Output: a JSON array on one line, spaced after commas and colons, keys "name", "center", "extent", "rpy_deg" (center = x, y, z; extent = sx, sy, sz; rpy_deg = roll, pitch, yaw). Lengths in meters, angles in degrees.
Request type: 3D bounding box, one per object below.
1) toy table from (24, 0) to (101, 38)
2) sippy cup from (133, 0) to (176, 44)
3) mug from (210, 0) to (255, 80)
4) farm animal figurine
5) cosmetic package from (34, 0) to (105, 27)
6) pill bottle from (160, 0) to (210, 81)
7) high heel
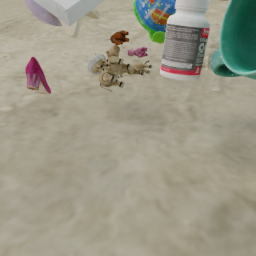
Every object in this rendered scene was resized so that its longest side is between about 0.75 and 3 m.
[{"name": "toy table", "center": [-1.552, -3.218, 6.970], "extent": [1.155, 1.812, 1.972], "rpy_deg": [15, 15, 20]}, {"name": "sippy cup", "center": [0.986, -3.106, 6.522], "extent": [1.535, 1.955, 1.432], "rpy_deg": [-23, 5, -10]}, {"name": "mug", "center": [2.693, -1.729, 4.824], "extent": [1.488, 1.977, 2.406], "rpy_deg": [9, 12, -19]}, {"name": "farm animal figurine", "center": [-0.153, -1.014, 4.414], "extent": [0.510, 0.977, 0.967], "rpy_deg": [21, 72, 41]}, {"name": "cosmetic package", "center": [-0.667, -1.931, 3.642], "extent": [0.857, 0.294, 1.137], "rpy_deg": [40, 69, 13]}, {"name": "pill bottle", "center": [1.204, -1.844, 5.829], "extent": [0.882, 1.594, 0.882], "rpy_deg": [5, 22, -2]}, {"name": "high heel", "center": [-1.763, -0.996, 5.569], "extent": [0.402, 0.572, 1.193], "rpy_deg": [6, -1, 2]}]
